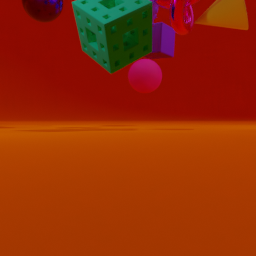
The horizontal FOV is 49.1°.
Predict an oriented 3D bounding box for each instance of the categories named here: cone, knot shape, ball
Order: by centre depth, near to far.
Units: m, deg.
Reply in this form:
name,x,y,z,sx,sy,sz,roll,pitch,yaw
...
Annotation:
name,x,y,z,sx,sy,sz,roll,pitch,yaw
cone,1.873,-2.373,5.857,0.988,0.984,0.984,-14,-4,20
knot shape,1.065,-3.003,5.874,0.819,1.772,1.658,-9,44,-12
ball,-2.609,-3.882,8.572,1.231,1.231,1.231,0,1,0
ball,0.682,-2.067,11.197,1.342,1.342,1.342,0,1,0

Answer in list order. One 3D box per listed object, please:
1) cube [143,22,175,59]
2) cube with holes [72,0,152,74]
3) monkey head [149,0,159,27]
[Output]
name,x,y,z,sx,sy,sz,roll,pitch,yaw
cube,0.942,-2.909,9.458,0.947,0.947,0.947,6,5,35
cube with holes,-0.259,-1.871,5.261,1.017,1.017,1.017,-33,56,-21
monkey head,0.203,-2.875,7.147,1.018,1.215,1.689,15,3,-1
